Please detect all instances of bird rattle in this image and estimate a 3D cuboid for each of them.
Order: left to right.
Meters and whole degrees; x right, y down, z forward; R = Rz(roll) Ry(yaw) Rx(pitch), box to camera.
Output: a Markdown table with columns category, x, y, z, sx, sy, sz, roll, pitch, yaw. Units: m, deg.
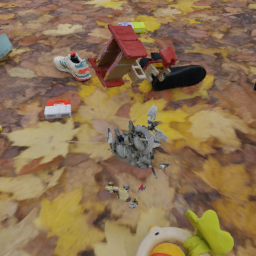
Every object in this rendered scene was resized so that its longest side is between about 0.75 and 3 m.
| category | x | y | z | sx | sy | sz | roll | pitch | yaw |
| --- | --- | --- | --- | --- | --- | --- | --- | --- | --- |
| bird rattle | 1.041 | 2.791 | 5.366 | 1.913 | 1.322 | 2.346 | 5 | 53 | 23 |

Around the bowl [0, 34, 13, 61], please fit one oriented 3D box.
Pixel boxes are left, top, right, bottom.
| category | x | y | z | sx | sy | sz | roll | pitch | yaw |
| --- | --- | --- | --- | --- | --- | --- | --- | --- | --- |
| bowl | -5.633 | -3.480 | 12.408 | 0.667 | 1.275 | 1.275 | 45 | 41 | -16 |

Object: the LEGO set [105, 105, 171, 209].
| category | x | y | z | sx | sy | sz | roll | pitch | yaw |
| --- | --- | --- | --- | --- | --- | --- | --- | --- | --- |
| LEGO set | 0.059 | 0.706 | 5.949 | 1.593 | 2.453 | 0.695 | 12 | 18 | 32 |

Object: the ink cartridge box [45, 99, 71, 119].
| category | x | y | z | sx | sy | sz | roll | pitch | yaw |
| --- | --- | --- | --- | --- | --- | --- | --- | --- | --- |
| ink cartridge box | -2.440 | -0.754 | 9.808 | 0.854 | 0.252 | 1.066 | -6 | 43 | -7 |

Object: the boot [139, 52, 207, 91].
| category | x | y | z | sx | sy | sz | roll | pitch | yaw |
| --- | --- | --- | --- | --- | --- | --- | --- | --- | --- |
| boot | 1.742 | -2.453 | 11.286 | 2.277 | 0.870 | 1.914 | -14 | 46 | -6 |

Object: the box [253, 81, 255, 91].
| category | x | y | z | sx | sy | sz | roll | pitch | yaw |
| --- | --- | --- | --- | --- | --- | --- | --- | --- | --- |
| box | 5.403 | -1.663 | 10.666 | 0.973 | 0.508 | 0.720 | 25 | 47 | 25 |

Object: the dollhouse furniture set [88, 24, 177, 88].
| category | x | y | z | sx | sy | sz | roll | pitch | yaw |
| --- | --- | --- | --- | --- | --- | --- | --- | --- | --- |
| dollhouse furniture set | 0.361 | -2.292 | 8.972 | 2.855 | 1.537 | 1.161 | -15 | 70 | -42 |

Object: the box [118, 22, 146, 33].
| category | x | y | z | sx | sy | sz | roll | pitch | yaw |
| --- | --- | --- | --- | --- | --- | --- | --- | --- | --- |
| box | 0.206 | -5.434 | 15.173 | 1.402 | 0.334 | 0.855 | -5 | 41 | -5 |

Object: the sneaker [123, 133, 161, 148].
| category | x | y | z | sx | sy | sz | roll | pitch | yaw |
| --- | --- | --- | --- | --- | --- | --- | --- | --- | --- |
| sneaker | 0.288 | 0.486 | 8.171 | 1.486 | 0.647 | 0.554 | -1 | 35 | -30 |

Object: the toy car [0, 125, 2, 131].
| category | x | y | z | sx | sy | sz | roll | pitch | yaw |
| --- | --- | --- | --- | --- | --- | --- | --- | --- | --- |
| toy car | -5.220 | 0.303 | 8.307 | 2.109 | 0.500 | 2.242 | 11 | 42 | 7 |

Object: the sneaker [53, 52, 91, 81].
| category | x | y | z | sx | sy | sz | roll | pitch | yaw |
| --- | --- | --- | --- | --- | --- | --- | --- | --- | --- |
| sneaker | -2.343 | -2.762 | 11.563 | 0.752 | 0.998 | 2.136 | -33 | 51 | -32 |
